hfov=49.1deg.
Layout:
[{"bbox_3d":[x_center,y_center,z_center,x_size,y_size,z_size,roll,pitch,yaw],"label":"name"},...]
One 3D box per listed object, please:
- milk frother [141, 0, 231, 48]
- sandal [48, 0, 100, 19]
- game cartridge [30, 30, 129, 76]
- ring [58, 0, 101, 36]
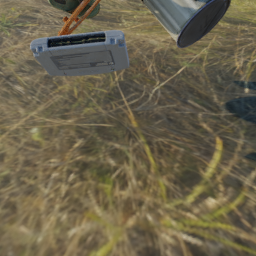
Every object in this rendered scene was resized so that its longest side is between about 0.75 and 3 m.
[{"bbox_3d":[0.565,-3.412,7.098,2.949,2.661,2.774,-38,77,7],"label":"milk frother"},{"bbox_3d":[-1.665,-3.809,8.691,1.603,0.637,0.458,6,16,-14],"label":"sandal"},{"bbox_3d":[-0.924,-1.508,5.896,1.843,1.229,0.373,-4,71,4],"label":"game cartridge"},{"bbox_3d":[-1.139,-3.120,7.262,0.210,2.184,2.184,43,40,-14],"label":"ring"}]
